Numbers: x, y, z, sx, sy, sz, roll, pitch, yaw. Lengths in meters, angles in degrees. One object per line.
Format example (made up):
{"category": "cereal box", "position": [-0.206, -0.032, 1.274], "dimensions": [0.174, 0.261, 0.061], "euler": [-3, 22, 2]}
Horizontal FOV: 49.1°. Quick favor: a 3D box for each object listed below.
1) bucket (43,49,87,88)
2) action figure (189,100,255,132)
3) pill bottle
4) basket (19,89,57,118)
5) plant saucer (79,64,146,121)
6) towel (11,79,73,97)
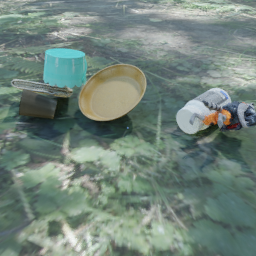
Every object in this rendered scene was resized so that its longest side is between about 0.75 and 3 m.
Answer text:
{"category": "bucket", "position": [-1.717, -1.673, 7.702], "dimensions": [1.233, 0.802, 1.233], "euler": [6, 27, -3]}
{"category": "action figure", "position": [2.623, -0.372, 6.883], "dimensions": [1.655, 0.895, 1.711], "euler": [-10, -4, -31]}
{"category": "pill bottle", "position": [2.137, -0.479, 7.911], "dimensions": [1.555, 0.885, 0.885], "euler": [-29, 44, -34]}
{"category": "basket", "position": [-2.581, -0.644, 8.116], "dimensions": [0.963, 0.868, 0.655], "euler": [12, 43, -14]}
{"category": "plant saucer", "position": [-0.424, -0.990, 8.243], "dimensions": [2.106, 0.373, 2.106], "euler": [-11, 53, 16]}
{"category": "towel", "position": [-2.655, -1.209, 8.770], "dimensions": [1.777, 0.306, 1.177], "euler": [8, 1, -16]}
